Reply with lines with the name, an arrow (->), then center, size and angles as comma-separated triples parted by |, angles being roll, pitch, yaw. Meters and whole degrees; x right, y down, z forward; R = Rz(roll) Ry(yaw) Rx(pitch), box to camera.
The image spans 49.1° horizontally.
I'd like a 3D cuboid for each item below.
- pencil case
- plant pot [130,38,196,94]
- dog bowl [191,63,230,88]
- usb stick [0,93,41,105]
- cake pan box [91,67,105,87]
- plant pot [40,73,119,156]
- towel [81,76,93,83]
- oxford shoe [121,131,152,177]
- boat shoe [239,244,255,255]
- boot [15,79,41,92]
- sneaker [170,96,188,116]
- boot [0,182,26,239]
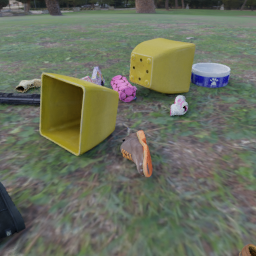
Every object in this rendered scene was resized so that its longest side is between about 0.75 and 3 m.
pencil case -> -0.211, -1.879, 13.044 | 0.842, 0.869, 1.854 | 36, 12, -33
plant pot -> 1.389, -2.835, 13.085 | 2.367, 2.299, 2.314 | -19, 33, -40
dog bowl -> 4.359, -2.836, 14.908 | 1.977, 0.778, 1.977 | 0, 28, 0
usb stick -> -4.578, -1.278, 12.365 | 2.523, 0.411, 0.700 | 3, 33, 6
cake pan box -> -1.409, -2.268, 13.378 | 0.256, 0.979, 0.901 | -6, 47, 17
plant pot -> -1.532, -0.633, 9.505 | 2.177, 2.177, 1.921 | 23, 24, 36
towel -> -1.996, -2.156, 13.394 | 0.776, 0.568, 0.116 | -15, 40, 34
oxford shoe -> 0.225, 0.796, 8.197 | 0.806, 0.788, 2.211 | -12, 20, 1
boat shoe -> 2.542, 2.690, 4.622 | 0.635, 0.595, 1.763 | -14, 31, -24
boot -> -4.886, -2.093, 13.875 | 1.180, 0.429, 0.917 | 0, 28, 2
sneaker -> 2.187, -0.870, 11.509 | 0.601, 0.554, 1.362 | 13, 39, 20
boot -> -3.237, 1.947, 5.988 | 1.500, 0.677, 1.831 | -21, 39, -35
